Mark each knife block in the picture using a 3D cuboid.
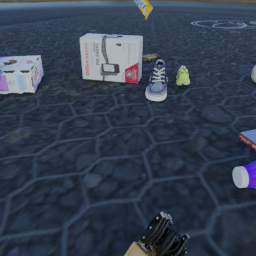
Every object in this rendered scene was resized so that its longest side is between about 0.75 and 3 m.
[{"bbox_3d":[0.184,1.966,3.946,1.538,1.351,0.492,-20,34,-32],"label":"knife block"}]

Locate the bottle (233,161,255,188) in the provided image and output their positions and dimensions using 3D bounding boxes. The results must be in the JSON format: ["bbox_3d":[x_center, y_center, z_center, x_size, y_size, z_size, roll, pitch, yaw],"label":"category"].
[{"bbox_3d":[3.413,1.032,6.347,1.987,0.649,0.830,-3,29,-6],"label":"bottle"}]

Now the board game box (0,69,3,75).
[{"bbox_3d":[-6.198,-2.117,10.360,2.074,0.580,2.031,39,71,11],"label":"board game box"}]

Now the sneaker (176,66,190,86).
[{"bbox_3d":[2.419,-2.296,12.410,0.588,0.596,1.561,1,30,-2],"label":"sneaker"}]

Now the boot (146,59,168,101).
[{"bbox_3d":[1.180,-1.982,11.345,0.861,1.069,2.367,3,29,5],"label":"boot"}]

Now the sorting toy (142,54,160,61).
[{"bbox_3d":[1.207,-3.963,15.800,1.294,0.219,0.624,-23,36,-34],"label":"sorting toy"}]

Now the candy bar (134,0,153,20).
[{"bbox_3d":[0.246,-4.720,9.843,0.234,0.527,2.115,-21,71,-30],"label":"candy bar"}]

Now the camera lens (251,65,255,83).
[{"bbox_3d":[6.038,-2.271,11.904,1.028,1.028,1.286,-14,32,-23],"label":"camera lens"}]

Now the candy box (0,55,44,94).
[{"bbox_3d":[-5.256,-2.306,12.003,2.793,0.999,2.342,-3,29,-4],"label":"candy box"}]

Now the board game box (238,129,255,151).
[{"bbox_3d":[4.778,0.317,8.034,2.753,0.268,1.417,-10,29,-17],"label":"board game box"}]

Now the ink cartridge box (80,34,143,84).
[{"bbox_3d":[-0.732,-3.118,12.521,2.628,1.908,1.096,6,30,10],"label":"ink cartridge box"}]
